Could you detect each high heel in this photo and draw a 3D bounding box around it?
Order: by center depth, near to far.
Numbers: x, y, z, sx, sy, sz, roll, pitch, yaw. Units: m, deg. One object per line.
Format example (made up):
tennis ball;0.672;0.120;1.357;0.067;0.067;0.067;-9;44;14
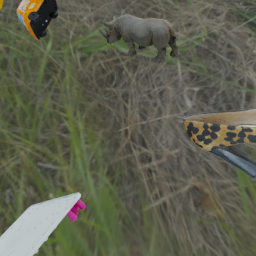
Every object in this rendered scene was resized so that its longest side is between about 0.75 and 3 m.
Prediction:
high heel;2.567;-0.441;5.630;2.060;2.890;1.032;32;29;2

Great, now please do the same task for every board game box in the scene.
board game box;-1.905;2.092;4.707;0.280;2.166;2.166;52;47;-12

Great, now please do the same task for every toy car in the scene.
toy car;-2.697;-3.187;6.800;0.891;2.677;1.313;21;91;11

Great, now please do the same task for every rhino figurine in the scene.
rhino figurine;0.193;-2.483;7.441;2.399;1.049;0.717;19;55;28
